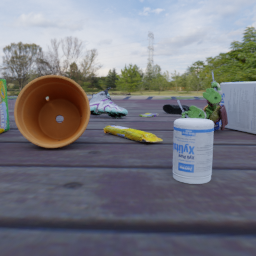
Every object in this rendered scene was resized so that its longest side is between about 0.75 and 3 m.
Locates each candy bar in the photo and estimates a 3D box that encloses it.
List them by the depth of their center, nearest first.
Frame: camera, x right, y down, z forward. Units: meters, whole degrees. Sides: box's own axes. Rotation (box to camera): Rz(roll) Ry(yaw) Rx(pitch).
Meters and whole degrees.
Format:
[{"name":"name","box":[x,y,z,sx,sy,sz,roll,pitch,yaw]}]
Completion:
[{"name":"candy bar","box":[0.044,0.158,7.870,0.567,0.252,2.274,-1,7,-34]}]

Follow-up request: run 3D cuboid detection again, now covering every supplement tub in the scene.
[{"name":"supplement tub","box":[1.000,0.332,4.329,0.609,0.923,0.609,0,7,0]}]

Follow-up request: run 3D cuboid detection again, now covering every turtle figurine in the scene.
[{"name":"turtle figurine","box":[2.194,-0.777,8.567,1.426,1.982,1.922,-17,-7,16]}]

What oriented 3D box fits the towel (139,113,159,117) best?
[{"name":"towel","box":[1.045,-0.649,13.912,0.737,0.117,1.026,5,9,25]}]

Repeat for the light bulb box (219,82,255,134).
[{"name":"light bulb box","box":[4.756,-0.701,9.031,2.539,1.599,2.562,-3,8,-17]}]

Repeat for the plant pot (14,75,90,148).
[{"name":"plant pot","box":[-1.779,-0.311,6.940,1.703,1.703,1.192,-1,-8,-6]}]

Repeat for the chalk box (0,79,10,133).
[{"name":"chalk box","box":[-4.689,-0.624,8.340,1.709,1.701,2.747,-1,7,0]}]

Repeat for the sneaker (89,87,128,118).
[{"name":"sneaker","box":[-0.886,-1.270,13.057,2.019,1.412,0.785,8,-20,16]}]

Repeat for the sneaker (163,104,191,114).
[{"name":"sneaker","box":[2.794,-0.994,15.113,1.682,0.505,0.877,11,13,31]}]
